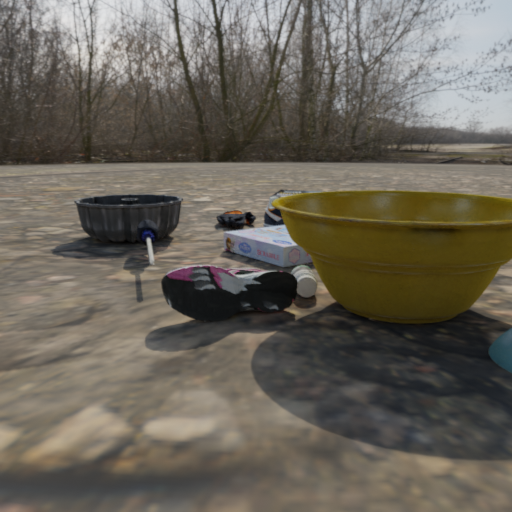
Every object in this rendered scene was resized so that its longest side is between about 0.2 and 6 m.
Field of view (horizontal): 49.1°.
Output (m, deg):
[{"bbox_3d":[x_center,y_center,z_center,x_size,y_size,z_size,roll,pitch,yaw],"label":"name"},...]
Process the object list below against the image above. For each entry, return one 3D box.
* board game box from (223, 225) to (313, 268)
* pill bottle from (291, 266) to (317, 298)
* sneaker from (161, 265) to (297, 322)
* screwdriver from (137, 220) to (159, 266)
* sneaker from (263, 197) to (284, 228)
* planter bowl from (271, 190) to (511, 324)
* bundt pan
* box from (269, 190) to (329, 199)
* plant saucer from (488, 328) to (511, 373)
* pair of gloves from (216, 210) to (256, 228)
[{"bbox_3d":[0.640,-0.238,10.415,1.826,0.377,1.830,-8,15,-35],"label":"board game box"},{"bbox_3d":[0.660,0.356,7.700,0.340,0.340,0.602,0,12,-1],"label":"pill bottle"},{"bbox_3d":[-0.375,0.441,6.915,1.666,0.669,0.719,6,1,-23],"label":"sneaker"},{"bbox_3d":[-1.722,-0.264,9.149,0.412,0.430,2.953,31,0,-17],"label":"screwdriver"},{"bbox_3d":[0.972,-0.827,12.151,2.161,0.858,0.848,13,17,43],"label":"sneaker"},{"bbox_3d":[1.815,-0.007,6.971,3.254,1.355,3.254,0,12,0],"label":"planter bowl"},{"bbox_3d":[-2.684,-0.805,11.999,2.269,0.851,2.269,-1,13,0],"label":"bundt pan"},{"bbox_3d":[1.625,-1.479,15.826,2.282,0.568,1.799,3,13,12],"label":"box"},{"bbox_3d":[3.018,0.897,5.327,1.479,0.266,1.479,0,12,0],"label":"plant saucer"},{"bbox_3d":[0.135,-0.944,13.940,2.247,0.278,2.002,0,12,-3],"label":"pair of gloves"}]
